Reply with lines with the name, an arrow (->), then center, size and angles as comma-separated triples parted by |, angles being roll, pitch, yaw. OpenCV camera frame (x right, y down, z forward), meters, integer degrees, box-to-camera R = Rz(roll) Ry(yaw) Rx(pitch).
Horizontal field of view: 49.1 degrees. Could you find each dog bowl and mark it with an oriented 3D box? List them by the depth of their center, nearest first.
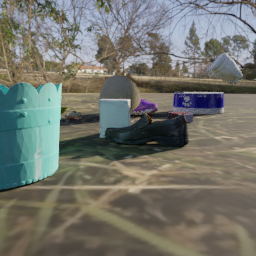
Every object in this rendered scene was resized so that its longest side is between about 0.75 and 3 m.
dog bowl -> 3.575, -1.308, 14.242 | 2.524, 0.994, 2.524 | 0, 9, 0

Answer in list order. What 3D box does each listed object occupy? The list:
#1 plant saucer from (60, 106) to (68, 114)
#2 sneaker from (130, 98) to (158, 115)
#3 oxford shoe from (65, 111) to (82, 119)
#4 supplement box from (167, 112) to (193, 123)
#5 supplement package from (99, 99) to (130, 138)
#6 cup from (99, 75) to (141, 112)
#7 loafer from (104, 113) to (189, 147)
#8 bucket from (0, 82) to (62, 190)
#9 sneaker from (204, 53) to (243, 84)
plant saucer -> -3.811, -0.833, 13.282 | 1.445, 0.346, 1.442 | -8, 12, -41
sneaker -> 0.268, -1.265, 13.336 | 1.093, 1.201, 2.717 | -6, 12, -42
oxford shoe -> -2.232, -0.548, 11.446 | 0.908, 0.335, 0.322 | 6, 10, 32
supplement box -> 1.964, -0.415, 10.634 | 0.576, 0.322, 1.058 | -3, 8, -17
supplement package -> -0.335, -0.260, 7.395 | 0.770, 0.988, 0.548 | 1, 9, 5
cup -> -0.517, -1.121, 11.680 | 1.753, 1.753, 1.254 | 5, 41, 30
loafer -> 0.417, 0.008, 6.553 | 1.977, 0.715, 0.720 | 0, 10, 7
bucket -> -2.053, 0.008, 4.321 | 2.157, 1.403, 2.157 | 0, 8, 0
sneaker -> 3.487, -2.001, 10.076 | 1.115, 0.948, 2.520 | 38, 17, 2
